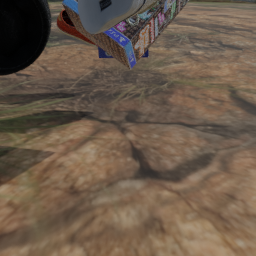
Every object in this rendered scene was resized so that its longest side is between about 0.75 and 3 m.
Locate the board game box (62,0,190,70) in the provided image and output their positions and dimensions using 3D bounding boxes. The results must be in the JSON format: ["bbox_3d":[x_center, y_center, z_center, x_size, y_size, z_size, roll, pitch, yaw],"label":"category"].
[{"bbox_3d":[0.045,-3.156,7.000,2.000,1.215,2.509,40,86,14],"label":"board game box"}]

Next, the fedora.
[{"bbox_3d":[-3.047,-2.526,6.499,2.576,2.576,1.176,-25,59,-38],"label":"fedora"}]

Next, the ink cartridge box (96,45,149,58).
[{"bbox_3d":[-0.189,-3.048,8.786,1.709,1.741,0.377,0,23,6],"label":"ink cartridge box"}]

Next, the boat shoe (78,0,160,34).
[{"bbox_3d":[-0.062,-1.596,3.470,0.722,0.625,1.693,-19,15,-25],"label":"boat shoe"}]

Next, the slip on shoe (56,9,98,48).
[{"bbox_3d":[-1.326,-3.607,10.208,2.609,0.798,0.966,17,70,-7],"label":"slip on shoe"}]
